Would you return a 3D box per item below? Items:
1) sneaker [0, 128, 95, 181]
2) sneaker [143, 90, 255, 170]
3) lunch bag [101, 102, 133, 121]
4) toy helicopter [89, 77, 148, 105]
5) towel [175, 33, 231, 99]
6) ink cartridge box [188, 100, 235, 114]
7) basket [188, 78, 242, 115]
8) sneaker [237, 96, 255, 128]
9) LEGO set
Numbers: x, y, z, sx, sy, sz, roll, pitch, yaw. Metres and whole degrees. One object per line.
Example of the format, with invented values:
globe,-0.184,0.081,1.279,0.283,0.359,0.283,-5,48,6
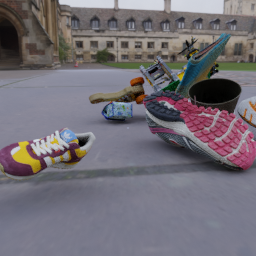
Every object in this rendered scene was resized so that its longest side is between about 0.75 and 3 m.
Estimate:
sneaker,-1.056,0.264,3.800,0.539,0.648,1.438,52,25,17
sneaker,1.358,0.074,5.621,1.023,0.948,2.538,-28,41,-25
lunch bag,-0.342,-0.484,8.487,0.697,0.522,0.820,3,-3,-29
toy helicopter,-0.369,-0.962,8.764,1.956,0.771,1.293,-9,-11,-35
towel,1.739,-1.328,7.371,0.240,2.215,1.624,43,60,15
ink cartridge box,2.480,-0.565,8.693,1.100,0.631,1.514,10,19,43
basket,2.001,-0.405,6.517,1.127,1.250,0.850,-5,48,12
sneaker,3.447,-0.081,6.260,2.019,0.790,0.780,23,-12,20
LEGO set,1.468,-1.619,8.860,2.395,1.842,1.388,-35,57,5
